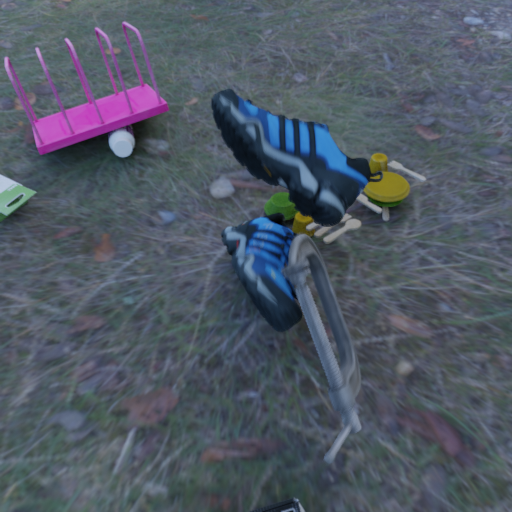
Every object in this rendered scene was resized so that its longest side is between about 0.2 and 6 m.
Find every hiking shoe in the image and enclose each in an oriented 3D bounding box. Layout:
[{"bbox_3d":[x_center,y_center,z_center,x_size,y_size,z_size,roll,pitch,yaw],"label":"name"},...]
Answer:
[{"bbox_3d":[0.254,0.049,8.359,1.140,0.978,2.629,-29,34,0],"label":"hiking shoe"},{"bbox_3d":[0.491,-1.616,8.311,2.672,0.994,1.158,43,74,8],"label":"hiking shoe"}]

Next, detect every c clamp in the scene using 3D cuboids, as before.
[{"bbox_3d":[0.798,0.836,6.334,0.315,1.984,2.323,-21,83,22],"label":"c clamp"}]

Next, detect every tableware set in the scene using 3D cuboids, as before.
[{"bbox_3d":[1.614,-1.131,10.463,2.786,0.428,1.877,-33,52,-26],"label":"tableware set"}]

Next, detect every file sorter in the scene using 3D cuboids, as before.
[{"bbox_3d":[-3.476,-3.513,11.352,2.666,1.672,1.852,-23,34,-12],"label":"file sorter"}]

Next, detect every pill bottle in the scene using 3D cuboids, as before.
[{"bbox_3d":[-2.759,-2.399,11.473,0.513,0.513,0.913,-11,39,-10],"label":"pill bottle"}]

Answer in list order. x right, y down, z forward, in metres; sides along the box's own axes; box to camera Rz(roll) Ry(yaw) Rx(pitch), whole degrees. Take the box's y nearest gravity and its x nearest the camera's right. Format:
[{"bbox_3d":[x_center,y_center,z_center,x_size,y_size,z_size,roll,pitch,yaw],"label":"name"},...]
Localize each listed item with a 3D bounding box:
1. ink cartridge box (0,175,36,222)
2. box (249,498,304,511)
[{"bbox_3d":[-4.753,-1.064,10.335,1.407,0.417,0.731,24,51,21],"label":"ink cartridge box"},{"bbox_3d":[-0.206,3.659,5.517,1.882,0.463,1.949,-17,48,3],"label":"box"}]
